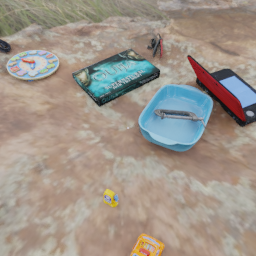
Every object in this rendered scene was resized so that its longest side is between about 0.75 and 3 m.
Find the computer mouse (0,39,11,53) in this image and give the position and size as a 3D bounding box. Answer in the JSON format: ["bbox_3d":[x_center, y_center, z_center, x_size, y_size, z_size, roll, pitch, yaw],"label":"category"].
[{"bbox_3d":[-4.936,-3.407,10.238,0.729,0.423,2.488,-10,50,-41],"label":"computer mouse"}]

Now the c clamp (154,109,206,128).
[{"bbox_3d":[1.288,-0.318,7.108,1.272,0.172,1.086,6,20,7],"label":"c clamp"}]

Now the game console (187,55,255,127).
[{"bbox_3d":[2.850,-1.219,7.673,1.840,1.267,2.135,-21,52,-17],"label":"game console"}]

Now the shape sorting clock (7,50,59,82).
[{"bbox_3d":[-3.064,-2.086,9.060,1.635,0.321,1.635,0,49,0],"label":"shape sorting clock"}]

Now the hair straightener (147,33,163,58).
[{"bbox_3d":[0.948,-2.936,9.815,0.555,0.295,1.442,5,49,4],"label":"hair straightener"}]

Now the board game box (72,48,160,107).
[{"bbox_3d":[-0.361,-1.648,8.676,2.278,0.321,1.541,-29,55,-23],"label":"board game box"}]

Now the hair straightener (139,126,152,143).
[{"bbox_3d":[0.662,0.176,7.134,1.052,0.215,0.405,34,57,21],"label":"hair straightener"}]

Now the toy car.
[{"bbox_3d":[-0.100,1.981,5.306,0.903,0.613,1.841,-37,59,-28],"label":"toy car"}]

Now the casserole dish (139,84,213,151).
[{"bbox_3d":[1.247,-0.280,7.213,1.540,0.493,2.542,20,43,16],"label":"casserole dish"}]
